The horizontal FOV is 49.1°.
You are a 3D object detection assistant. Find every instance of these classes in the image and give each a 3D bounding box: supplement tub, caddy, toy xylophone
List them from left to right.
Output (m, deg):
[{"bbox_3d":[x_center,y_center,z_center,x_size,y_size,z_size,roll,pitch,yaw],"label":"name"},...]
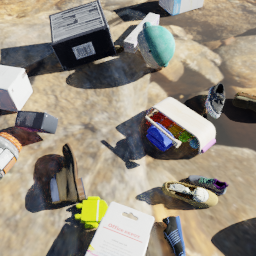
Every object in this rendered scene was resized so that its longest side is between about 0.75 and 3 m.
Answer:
[{"bbox_3d":[-4.164,1.053,8.580,1.091,1.091,1.781,19,52,15],"label":"supplement tub"},{"bbox_3d":[1.118,0.266,9.432,1.051,0.743,0.551,41,67,20],"label":"caddy"},{"bbox_3d":[1.671,-0.118,9.700,1.942,0.667,2.653,-24,53,-30],"label":"toy xylophone"}]

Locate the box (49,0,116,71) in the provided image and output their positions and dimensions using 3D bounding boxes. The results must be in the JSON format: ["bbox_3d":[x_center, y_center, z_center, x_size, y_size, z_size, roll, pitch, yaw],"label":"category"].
[{"bbox_3d":[-2.024,-4.118,12.369,2.461,1.517,2.441,-17,52,1],"label":"box"}]

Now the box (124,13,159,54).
[{"bbox_3d":[0.694,-4.658,13.642,0.601,0.561,2.899,21,53,16],"label":"box"}]

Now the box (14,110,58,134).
[{"bbox_3d":[-3.106,-0.192,9.551,1.123,0.831,0.586,5,77,20],"label":"box"}]

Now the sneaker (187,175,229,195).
[{"bbox_3d":[2.423,1.607,8.489,1.184,0.518,0.441,16,52,12],"label":"sneaker"}]

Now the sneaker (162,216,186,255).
[{"bbox_3d":[1.215,2.989,7.431,0.514,0.463,1.320,-7,47,4],"label":"sneaker"}]

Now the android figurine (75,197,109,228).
[{"bbox_3d":[-0.990,2.396,8.038,1.027,0.211,0.935,-2,50,0],"label":"android figurine"}]

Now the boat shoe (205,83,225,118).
[{"bbox_3d":[3.336,-1.084,10.385,0.623,0.591,1.783,35,42,-7],"label":"boat shoe"}]

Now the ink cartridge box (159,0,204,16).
[{"bbox_3d":[3.099,-7.401,15.326,2.330,1.459,1.498,-21,53,-16],"label":"ink cartridge box"}]

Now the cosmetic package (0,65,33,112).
[{"bbox_3d":[-4.691,-1.524,10.619,1.479,1.221,1.219,11,52,9],"label":"cosmetic package"}]

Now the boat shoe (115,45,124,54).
[{"bbox_3d":[-0.776,-3.637,12.892,1.173,0.422,0.399,-15,53,-12],"label":"boat shoe"}]

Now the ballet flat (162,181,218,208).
[{"bbox_3d":[1.816,1.926,8.203,1.674,0.528,0.574,11,64,10],"label":"ballet flat"}]

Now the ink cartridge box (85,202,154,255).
[{"bbox_3d":[-0.295,3.180,7.013,1.318,0.777,2.289,17,53,14],"label":"ink cartridge box"}]

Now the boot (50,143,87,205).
[{"bbox_3d":[-1.991,1.357,8.550,0.984,0.758,2.030,-15,54,-15],"label":"boot"}]

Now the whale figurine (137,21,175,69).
[{"bbox_3d":[1.362,-3.588,11.838,1.357,2.081,2.616,-20,17,26],"label":"whale figurine"}]

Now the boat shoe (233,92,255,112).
[{"bbox_3d":[4.874,-0.960,10.554,1.696,0.610,0.576,25,56,19],"label":"boat shoe"}]
